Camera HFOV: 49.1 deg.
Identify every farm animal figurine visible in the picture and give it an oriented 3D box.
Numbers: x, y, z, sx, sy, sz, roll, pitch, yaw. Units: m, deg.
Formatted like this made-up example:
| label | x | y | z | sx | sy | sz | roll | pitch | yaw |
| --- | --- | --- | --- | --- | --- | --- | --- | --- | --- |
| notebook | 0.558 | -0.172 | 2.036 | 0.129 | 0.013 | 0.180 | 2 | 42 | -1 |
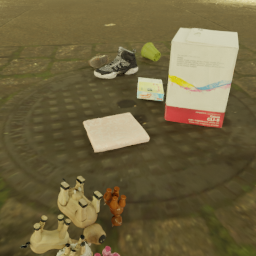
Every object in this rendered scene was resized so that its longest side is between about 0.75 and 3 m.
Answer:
| label | x | y | z | sx | sy | sz | roll | pitch | yaw |
| --- | --- | --- | --- | --- | --- | --- | --- | --- | --- |
| farm animal figurine | -0.857 | 1.922 | 5.153 | 1.594 | 0.993 | 1.974 | 16 | 26 | 2 |

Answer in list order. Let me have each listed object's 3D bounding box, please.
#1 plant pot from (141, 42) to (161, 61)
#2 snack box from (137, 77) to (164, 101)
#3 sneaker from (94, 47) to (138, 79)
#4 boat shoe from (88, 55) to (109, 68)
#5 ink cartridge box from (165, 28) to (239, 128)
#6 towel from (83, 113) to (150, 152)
| label | x | y | z | sx | sy | sz | roll | pitch | yaw |
| --- | --- | --- | --- | --- | --- | --- | --- | --- | --- |
| plant pot | 1.264 | -3.913 | 14.714 | 0.861 | 0.861 | 0.818 | -22 | 52 | -30 |
| snack box | 0.881 | -1.582 | 11.202 | 0.999 | 0.319 | 1.719 | 6 | 28 | 0 |
| sneaker | -0.549 | -3.033 | 12.813 | 2.163 | 1.231 | 0.816 | -15 | 35 | -21 |
| boat shoe | -1.552 | -3.326 | 14.034 | 0.528 | 0.536 | 1.440 | 9 | 24 | 31 |
| ink cartridge box | 2.425 | -1.761 | 9.431 | 1.971 | 2.725 | 1.980 | 9 | 34 | 14 |
| towel | -0.421 | 0.110 | 8.807 | 1.715 | 0.277 | 1.638 | -12 | 34 | -18 |
